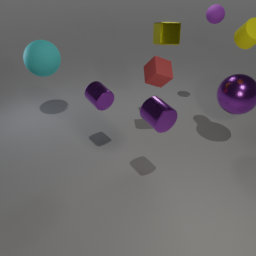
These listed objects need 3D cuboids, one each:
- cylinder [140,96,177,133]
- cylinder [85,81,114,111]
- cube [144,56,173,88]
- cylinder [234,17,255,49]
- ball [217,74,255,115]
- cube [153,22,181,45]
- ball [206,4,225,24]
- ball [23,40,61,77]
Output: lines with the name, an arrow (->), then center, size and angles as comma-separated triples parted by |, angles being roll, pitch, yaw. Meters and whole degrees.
cylinder -> 0.772, -0.347, 7.120 | 0.700, 0.700, 0.700 | -19, 44, -27
cylinder -> -0.907, -1.022, 8.896 | 0.700, 0.700, 0.700 | -23, 49, -32
cube -> 1.021, -1.893, 9.497 | 0.700, 0.700, 0.700 | 11, 63, -29
cylinder -> 3.697, -2.846, 8.466 | 0.700, 0.700, 0.700 | -6, -7, -10
ball -> 3.791, -1.159, 9.663 | 1.400, 1.400, 1.400 | 0, 32, 0
cube -> 1.296, -3.170, 9.416 | 0.700, 0.700, 0.700 | -5, 19, -17
ball -> 3.363, -4.374, 10.771 | 0.700, 0.700, 0.700 | 0, 32, 0
ball -> -3.351, -2.720, 10.968 | 1.400, 1.400, 1.400 | 0, 32, 0
